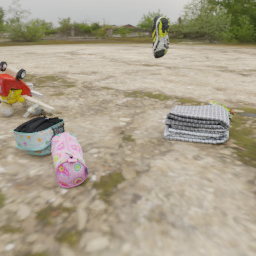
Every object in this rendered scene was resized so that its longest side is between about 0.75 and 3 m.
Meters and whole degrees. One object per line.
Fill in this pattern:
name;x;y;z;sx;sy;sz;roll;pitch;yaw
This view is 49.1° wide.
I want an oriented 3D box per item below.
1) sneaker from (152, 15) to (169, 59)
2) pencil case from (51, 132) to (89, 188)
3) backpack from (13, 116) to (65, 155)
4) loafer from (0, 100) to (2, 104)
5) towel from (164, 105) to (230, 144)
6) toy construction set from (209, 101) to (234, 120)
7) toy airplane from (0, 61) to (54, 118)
sneaker;0.907;-2.574;7.900;0.455;1.223;0.518;-5;42;-12
pencil case;-1.647;0.800;7.727;0.885;0.885;2.024;-6;21;-15
backpack;-2.800;0.256;8.775;1.251;1.091;1.423;7;15;24
loafer;-6.452;-1.324;13.375;0.811;0.710;2.258;-12;24;-28
towel;2.521;-0.265;10.292;2.288;0.979;1.895;6;21;15
toy construction set;3.903;-0.669;11.811;0.900;0.632;1.373;24;30;-3
toy airplane;-5.055;-1.430;12.466;2.886;2.037;2.874;11;-16;47
